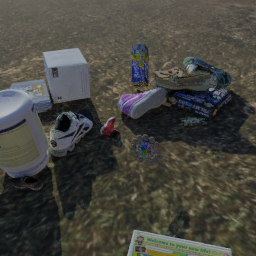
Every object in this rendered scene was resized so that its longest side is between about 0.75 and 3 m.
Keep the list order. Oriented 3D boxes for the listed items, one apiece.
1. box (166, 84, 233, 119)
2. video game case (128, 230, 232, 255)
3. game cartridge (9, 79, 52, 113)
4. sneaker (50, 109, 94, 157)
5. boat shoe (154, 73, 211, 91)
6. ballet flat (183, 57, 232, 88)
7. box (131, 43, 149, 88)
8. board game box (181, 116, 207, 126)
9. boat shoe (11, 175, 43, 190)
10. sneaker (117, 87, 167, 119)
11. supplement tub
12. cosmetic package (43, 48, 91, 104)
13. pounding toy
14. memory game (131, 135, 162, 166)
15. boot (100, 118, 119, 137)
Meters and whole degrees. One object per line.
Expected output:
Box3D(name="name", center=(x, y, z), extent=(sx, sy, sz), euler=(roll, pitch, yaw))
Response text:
Box3D(name="box", center=(3.123, -1.359, 12.232), extent=(2.151, 0.535, 2.135), euler=(24, 42, 30))
Box3D(name="video game case", center=(1.022, 3.285, 5.838), extent=(2.306, 0.254, 2.099), euler=(7, 36, 11))
Box3D(name="game cartridge", center=(-4.376, -1.404, 12.370), extent=(1.694, 0.528, 2.544), euler=(-9, 36, -19))
Box3D(name="sneaker", center=(-1.957, -0.189, 10.056), extent=(0.962, 1.149, 2.597), euler=(8, 34, 13))
Box3D(name="boat shoe", center=(2.307, -2.051, 12.000), extent=(2.362, 0.740, 0.866), euler=(3, 21, 0))
Box3D(name="ballet flat", center=(3.644, -2.715, 13.810), extent=(1.085, 1.085, 2.923), euler=(-25, 40, -32))
Box3D(name="box", center=(0.573, -2.920, 13.224), extent=(0.682, 1.948, 0.626), euler=(-4, -10, 26))
Box3D(name="board game box", center=(2.589, -0.264, 11.042), extent=(0.922, 0.108, 0.483), euler=(-5, 33, -7))
Box3D(name="boat shoe", center=(-2.973, 1.550, 8.219), extent=(0.978, 0.358, 0.364), euler=(5, 35, 6))
Box3D(name="sneaker", center=(0.544, -1.295, 11.912), extent=(2.295, 0.832, 1.308), euler=(-29, 41, -34))
Box3D(name="supplement tub", center=(-3.343, 0.219, 8.261), extent=(1.671, 2.305, 1.671), euler=(-4, 41, 4))
Box3D(name="cosmetic package", center=(-2.792, -2.418, 12.707), extent=(1.700, 1.698, 2.061), euler=(-12, 37, -16))
Box3D(name="pounding toy", center=(2.197, -2.718, 13.681), extent=(1.886, 1.082, 1.078), euler=(-3, 39, -4))
Box3D(name="memory game", center=(0.567, 0.648, 8.432), extent=(1.048, 0.067, 1.048), euler=(12, 55, -17))
Box3D(name="boot", center=(-0.541, -0.017, 10.507), extent=(0.655, 0.329, 0.908), euler=(16, 45, 21))
